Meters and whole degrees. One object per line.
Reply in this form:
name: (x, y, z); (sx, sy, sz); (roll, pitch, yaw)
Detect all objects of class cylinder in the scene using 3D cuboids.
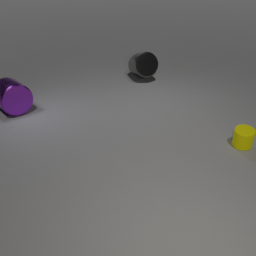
cylinder: (4.148, 0.344, 10.062); (0.700, 0.700, 0.700); (-3, 37, 2)
cylinder: (0.853, -3.625, 16.081); (1.400, 1.400, 1.400); (-8, 14, -14)
cylinder: (-5.164, -1.412, 12.467); (1.400, 1.400, 1.400); (-23, 35, -34)
